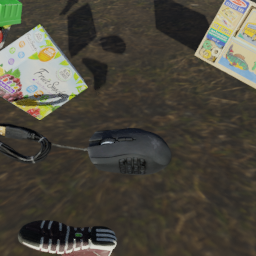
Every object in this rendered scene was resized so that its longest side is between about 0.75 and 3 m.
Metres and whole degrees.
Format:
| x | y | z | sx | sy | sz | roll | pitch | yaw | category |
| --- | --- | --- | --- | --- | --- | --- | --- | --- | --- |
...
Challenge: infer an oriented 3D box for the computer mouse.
| x | y | z | sx | sy | sz | roll | pitch | yaw | category |
| --- | --- | --- | --- | --- | --- | --- | --- | --- | --- |
| -0.647 | 0.189 | 3.916 | 2.607 | 0.444 | 0.764 | 6 | 50 | -6 | computer mouse |

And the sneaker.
| x | y | z | sx | sy | sz | roll | pitch | yaw | category |
| --- | --- | --- | --- | --- | --- | --- | --- | --- | --- |
| -0.728 | 1.486 | 3.295 | 1.120 | 0.647 | 0.424 | 9 | 22 | -7 | sneaker |

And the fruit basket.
| x | y | z | sx | sy | sz | roll | pitch | yaw | category |
| --- | --- | --- | --- | --- | --- | --- | --- | --- | --- |
| -2.555 | -1.924 | 5.244 | 0.578 | 1.232 | 1.141 | 42 | 29 | -7 | fruit basket |

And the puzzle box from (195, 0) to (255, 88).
| x | y | z | sx | sy | sz | roll | pitch | yaw | category |
| --- | --- | --- | --- | --- | --- | --- | --- | --- | --- |
| 3.411 | -2.116 | 7.405 | 2.741 | 1.823 | 0.348 | 31 | 33 | 8 | puzzle box |

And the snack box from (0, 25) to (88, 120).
| x | y | z | sx | sy | sz | roll | pitch | yaw | category |
| --- | --- | --- | --- | --- | --- | --- | --- | --- | --- |
| -1.639 | -0.913 | 5.222 | 1.276 | 1.794 | 0.475 | -35 | 72 | 0 | snack box |
